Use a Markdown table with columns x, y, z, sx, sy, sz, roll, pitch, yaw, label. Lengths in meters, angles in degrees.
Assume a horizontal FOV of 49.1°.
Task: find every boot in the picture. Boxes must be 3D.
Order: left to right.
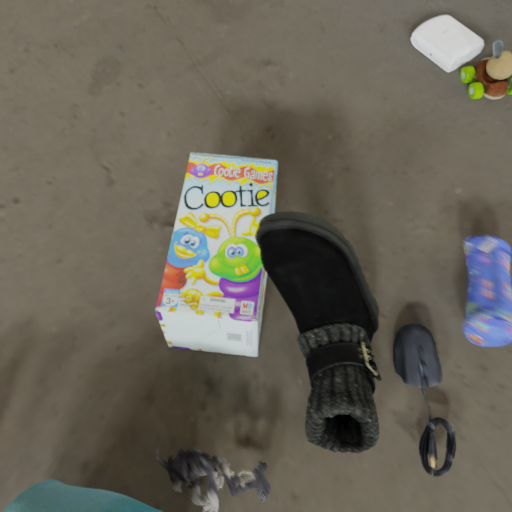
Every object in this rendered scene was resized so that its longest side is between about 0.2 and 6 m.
| x | y | z | sx | sy | sz | roll | pitch | yaw | label |
| --- | --- | --- | --- | --- | --- | --- | --- | --- | --- |
| 0.832 | 1.025 | 7.137 | 1.093 | 2.905 | 2.172 | -15 | 43 | 33 | boot |

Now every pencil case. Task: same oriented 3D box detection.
| x | y | z | sx | sy | sz | roll | pitch | yaw | label |
| --- | --- | --- | --- | --- | --- | --- | --- | --- | --- |
| 3.527 | 0.467 | 8.496 | 0.697 | 0.775 | 1.785 | 4 | 52 | 15 | pencil case |

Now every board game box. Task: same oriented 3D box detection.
| x | y | z | sx | sy | sz | roll | pitch | yaw | label |
| --- | --- | --- | --- | --- | --- | --- | --- | --- | --- |
| -0.509 | -0.042 | 8.558 | 1.398 | 1.423 | 2.714 | 6 | 60 | 3 | board game box |

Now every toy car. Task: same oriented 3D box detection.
| x | y | z | sx | sy | sz | roll | pitch | yaw | label |
| --- | --- | --- | --- | --- | --- | --- | --- | --- | --- |
| 4.682 | -3.724 | 10.838 | 0.953 | 1.160 | 0.916 | -8 | 60 | -5 | toy car |

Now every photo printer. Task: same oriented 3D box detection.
| x | y | z | sx | sy | sz | roll | pitch | yaw | label |
| --- | --- | --- | --- | --- | --- | --- | --- | --- | --- |
| 3.947 | -4.491 | 11.704 | 1.030 | 0.430 | 1.239 | -33 | 65 | -17 | photo printer |

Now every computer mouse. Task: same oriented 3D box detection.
| x | y | z | sx | sy | sz | roll | pitch | yaw | label |
| --- | --- | --- | --- | --- | --- | --- | --- | --- | --- |
| 2.386 | 1.925 | 7.904 | 0.655 | 0.380 | 2.234 | -5 | 54 | 2 | computer mouse |

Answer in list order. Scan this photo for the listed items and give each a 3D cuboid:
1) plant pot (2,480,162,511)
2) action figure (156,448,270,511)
| x | y | z | sx | sy | sz | roll | pitch | yaw | label |
| --- | --- | --- | --- | --- | --- | --- | --- | --- | --- |
| -1.998 | 3.521 | 6.342 | 1.820 | 1.937 | 1.937 | 17 | 60 | 26 | plant pot |
| -0.581 | 2.847 | 7.053 | 1.454 | 0.864 | 0.742 | 11 | 81 | -10 | action figure |
